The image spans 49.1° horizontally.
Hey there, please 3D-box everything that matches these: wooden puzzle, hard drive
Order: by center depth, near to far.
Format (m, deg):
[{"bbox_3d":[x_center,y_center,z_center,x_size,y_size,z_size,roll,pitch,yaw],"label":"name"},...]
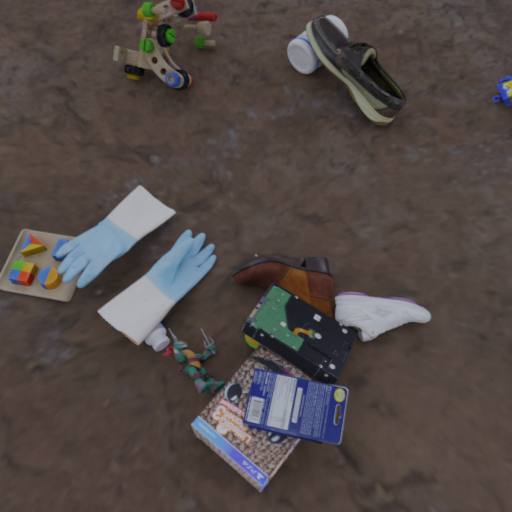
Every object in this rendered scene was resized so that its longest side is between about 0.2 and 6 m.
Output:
[{"bbox_3d":[0.735,1.273,9.241,1.710,0.324,1.195,31,39,5],"label":"hard drive"},{"bbox_3d":[-4.002,0.119,10.571,1.437,0.333,1.331,11,62,6],"label":"wooden puzzle"}]

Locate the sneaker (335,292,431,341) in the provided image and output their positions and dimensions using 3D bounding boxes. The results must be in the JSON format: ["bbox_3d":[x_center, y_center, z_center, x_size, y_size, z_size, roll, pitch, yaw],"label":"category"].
[{"bbox_3d":[2.223,1.131,9.975,1.698,0.636,0.846,6,81,2],"label":"sneaker"}]

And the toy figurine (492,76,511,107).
[{"bbox_3d":[5.859,-3.526,12.505,1.011,0.891,1.688,-19,57,22],"label":"toy figurine"}]

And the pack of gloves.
[{"bbox_3d":[-2.084,-0.054,10.109,2.208,0.519,2.628,38,53,5],"label":"pack of gloves"}]

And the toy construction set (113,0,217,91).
[{"bbox_3d":[-2.198,-4.975,12.707,1.871,2.031,2.435,11,41,19],"label":"toy construction set"}]

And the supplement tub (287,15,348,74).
[{"bbox_3d":[1.423,-4.888,12.985,0.843,0.843,1.278,40,67,19],"label":"supplement tub"}]

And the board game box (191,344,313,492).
[{"bbox_3d":[0.082,2.546,8.955,1.403,0.852,1.760,35,66,17],"label":"board game box"}]

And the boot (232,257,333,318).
[{"bbox_3d":[0.540,1.049,10.046,1.858,0.676,1.973,0,69,-9],"label":"boot"}]

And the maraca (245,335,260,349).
[{"bbox_3d":[0.269,1.361,9.734,0.986,0.528,0.676,6,57,26],"label":"maraca"}]

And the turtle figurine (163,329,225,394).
[{"bbox_3d":[-1.056,1.769,9.546,0.918,0.617,1.226,-4,49,-50],"label":"turtle figurine"}]

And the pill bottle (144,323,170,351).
[{"bbox_3d":[-1.852,1.305,9.887,0.404,0.404,0.744,-34,67,-17],"label":"pill bottle"}]

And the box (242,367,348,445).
[{"bbox_3d":[0.600,2.286,8.469,1.468,0.238,0.889,11,62,6],"label":"box"}]

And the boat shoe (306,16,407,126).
[{"bbox_3d":[2.225,-4.154,12.079,2.802,0.908,1.026,49,51,-2],"label":"boat shoe"}]
